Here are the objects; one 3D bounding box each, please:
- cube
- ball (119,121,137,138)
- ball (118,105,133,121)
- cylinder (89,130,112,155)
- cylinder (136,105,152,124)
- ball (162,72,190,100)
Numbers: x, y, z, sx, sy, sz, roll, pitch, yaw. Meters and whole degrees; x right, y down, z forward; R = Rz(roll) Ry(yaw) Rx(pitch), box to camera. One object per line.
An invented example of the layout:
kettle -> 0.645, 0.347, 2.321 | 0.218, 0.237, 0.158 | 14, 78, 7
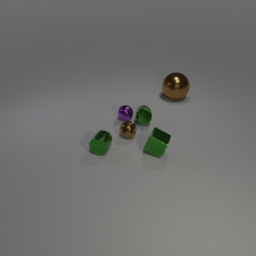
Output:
cube -> 1.076, 0.533, 10.285 | 0.700, 0.700, 0.700 | 28, 36, 3
ball -> 0.004, 0.062, 11.261 | 0.700, 0.700, 0.700 | 0, 31, 0
ball -> -0.110, -0.675, 12.484 | 0.700, 0.700, 0.700 | 0, 31, 0
cylinder -> -1.007, 0.542, 10.437 | 0.700, 0.700, 0.700 | 7, 29, 12
cylinder -> 0.684, -0.585, 12.166 | 0.700, 0.700, 0.700 | 1, 19, 2
ball -> 2.422, -2.116, 14.197 | 1.400, 1.400, 1.400 | 0, 31, 0
